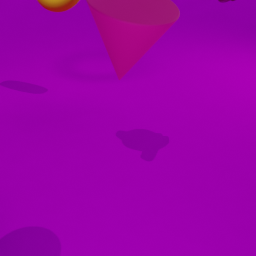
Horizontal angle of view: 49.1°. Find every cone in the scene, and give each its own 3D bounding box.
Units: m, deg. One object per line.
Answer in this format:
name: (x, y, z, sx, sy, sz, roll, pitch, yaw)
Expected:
cone: (-0.027, -1.014, 3.427, 1.045, 1.049, 1.045, 7, 45, -7)

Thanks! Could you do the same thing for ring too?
ring: (-2.005, -4.286, 8.140, 1.787, 1.787, 0.357, 13, 7, 18)

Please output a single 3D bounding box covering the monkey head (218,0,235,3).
monkey head: (2.031, -3.022, 5.370, 1.670, 1.006, 1.201, -27, 15, 32)
